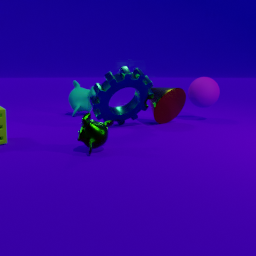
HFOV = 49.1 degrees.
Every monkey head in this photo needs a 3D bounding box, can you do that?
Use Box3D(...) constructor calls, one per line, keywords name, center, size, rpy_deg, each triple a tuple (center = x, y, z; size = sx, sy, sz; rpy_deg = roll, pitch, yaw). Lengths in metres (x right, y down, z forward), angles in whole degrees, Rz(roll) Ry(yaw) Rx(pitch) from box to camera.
Box3D(name="monkey head", center=(-0.729, 0.056, 6.065), size=(0.635, 0.758, 1.053), rpy_deg=(25, 52, 12))
Box3D(name="monkey head", center=(-1.828, -1.239, 11.209), size=(1.003, 1.664, 1.197), rpy_deg=(7, -29, -22))

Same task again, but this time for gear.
Box3D(name="gear", center=(-0.168, -0.921, 8.567), size=(1.961, 1.961, 0.363), rpy_deg=(-6, 45, -27))

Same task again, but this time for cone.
Box3D(name="cone", center=(1.010, -1.074, 9.570), size=(1.364, 1.364, 1.369), rpy_deg=(-9, 39, -37))

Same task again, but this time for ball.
Box3D(name="ball", center=(2.742, -1.289, 10.162), size=(1.107, 1.107, 1.107), rpy_deg=(0, 11, 0))

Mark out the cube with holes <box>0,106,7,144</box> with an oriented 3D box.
Box3D(name="cube with holes", center=(-3.472, -0.085, 6.671), size=(0.841, 0.841, 0.841), rpy_deg=(-9, 20, -40))
